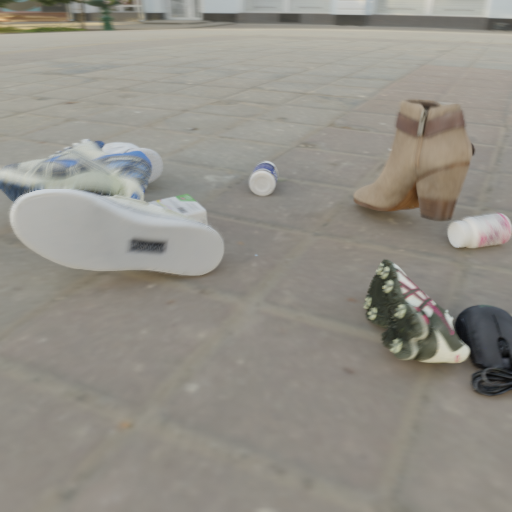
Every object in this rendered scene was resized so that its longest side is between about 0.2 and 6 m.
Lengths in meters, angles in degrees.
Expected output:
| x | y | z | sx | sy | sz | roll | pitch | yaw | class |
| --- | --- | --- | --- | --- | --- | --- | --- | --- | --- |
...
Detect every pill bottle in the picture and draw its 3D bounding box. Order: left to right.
| x | y | z | sx | sy | sz | roll | pitch | yaw | class |
| --- | --- | --- | --- | --- | --- | --- | --- | --- | --- |
| 0.171 | -1.625 | 11.504 | 0.522 | 0.522 | 0.940 | 3 | 27 | 6 | pill bottle |
| 3.617 | -0.394 | 9.093 | 0.883 | 0.500 | 0.500 | -8 | 28 | -14 | pill bottle |

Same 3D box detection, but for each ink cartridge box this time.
| x | y | z | sx | sy | sz | roll | pitch | yaw | class |
| --- | --- | --- | --- | --- | --- | --- | --- | --- | --- |
| -1.510 | -0.589 | 9.443 | 1.144 | 0.480 | 0.828 | -16 | 33 | -23 | ink cartridge box |

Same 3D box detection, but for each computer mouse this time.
| x | y | z | sx | sy | sz | roll | pitch | yaw | class |
| --- | --- | --- | --- | --- | --- | --- | --- | --- | --- |
| 2.834 | 0.980 | 6.496 | 1.083 | 0.412 | 1.564 | -1 | 27 | -1 | computer mouse |

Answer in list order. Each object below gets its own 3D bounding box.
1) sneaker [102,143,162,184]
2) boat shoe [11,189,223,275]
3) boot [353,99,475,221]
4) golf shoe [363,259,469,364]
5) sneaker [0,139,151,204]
| x | y | z | sx | sy | sz | roll | pitch | yaw | class |
| --- | --- | --- | --- | --- | --- | --- | --- | --- | --- |
| -3.170 | -1.740 | 11.443 | 2.322 | 0.873 | 1.335 | -15 | 22 | -19 | sneaker |
| -1.943 | -0.394 | 8.057 | 2.915 | 1.034 | 1.018 | 7 | 16 | -23 | boat shoe |
| 2.568 | -1.673 | 9.501 | 0.909 | 1.893 | 2.589 | -13 | 18 | -29 | boot |
| 1.891 | 0.719 | 6.923 | 0.837 | 0.734 | 1.901 | 18 | 25 | -12 | golf shoe |
| -3.041 | -1.289 | 9.507 | 3.067 | 1.182 | 1.306 | 7 | 56 | 23 | sneaker |
